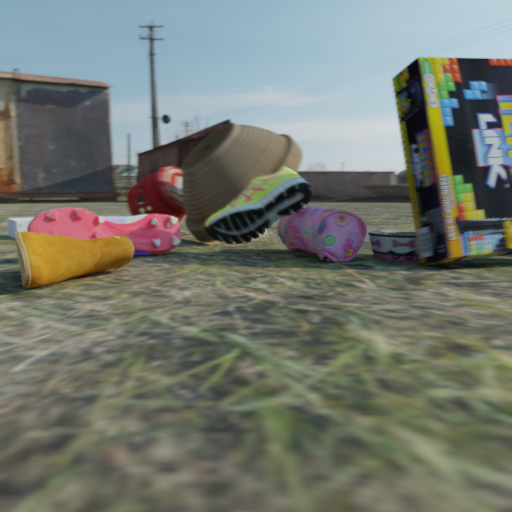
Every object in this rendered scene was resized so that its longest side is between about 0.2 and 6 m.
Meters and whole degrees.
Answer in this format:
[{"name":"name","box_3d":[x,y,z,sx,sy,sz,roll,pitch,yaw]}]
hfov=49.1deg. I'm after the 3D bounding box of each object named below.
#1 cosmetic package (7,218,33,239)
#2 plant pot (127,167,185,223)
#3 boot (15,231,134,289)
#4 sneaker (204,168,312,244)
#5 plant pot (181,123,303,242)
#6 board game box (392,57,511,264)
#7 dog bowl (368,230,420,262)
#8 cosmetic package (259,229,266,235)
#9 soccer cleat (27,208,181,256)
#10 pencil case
[{"name":"cosmetic package","box_3d":[-5.861,-0.701,14.257,0.688,0.483,1.357,-4,8,-31]},{"name":"plant pot","box_3d":[-2.477,-1.558,15.070,1.406,1.544,1.544,-32,-13,34]},{"name":"boot","box_3d":[-2.399,-0.037,7.567,1.479,0.727,2.065,-7,3,-18]},{"name":"sneaker","box_3d":[-0.024,-0.966,10.473,2.084,0.815,0.941,-25,46,3]},{"name":"plant pot","box_3d":[-0.663,-1.984,13.068,3.287,1.517,3.287,-33,27,20]},{"name":"board game box","box_3d":[3.831,-1.584,9.258,2.665,3.224,0.914,-6,-5,-16]},{"name":"dog bowl","box_3d":[2.663,-0.184,10.009,1.317,0.486,1.317,-1,7,0]},{"name":"cosmetic package","box_3d":[-0.104,-0.749,15.082,0.458,0.386,0.885,3,8,25]},{"name":"soccer cleat","box_3d":[-2.701,-0.344,10.116,2.806,0.936,1.073,-4,-7,-35]},{"name":"pencil case","box_3d":[1.133,-0.430,10.317,0.979,0.979,2.240,-2,8,-17]}]
